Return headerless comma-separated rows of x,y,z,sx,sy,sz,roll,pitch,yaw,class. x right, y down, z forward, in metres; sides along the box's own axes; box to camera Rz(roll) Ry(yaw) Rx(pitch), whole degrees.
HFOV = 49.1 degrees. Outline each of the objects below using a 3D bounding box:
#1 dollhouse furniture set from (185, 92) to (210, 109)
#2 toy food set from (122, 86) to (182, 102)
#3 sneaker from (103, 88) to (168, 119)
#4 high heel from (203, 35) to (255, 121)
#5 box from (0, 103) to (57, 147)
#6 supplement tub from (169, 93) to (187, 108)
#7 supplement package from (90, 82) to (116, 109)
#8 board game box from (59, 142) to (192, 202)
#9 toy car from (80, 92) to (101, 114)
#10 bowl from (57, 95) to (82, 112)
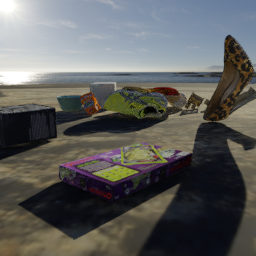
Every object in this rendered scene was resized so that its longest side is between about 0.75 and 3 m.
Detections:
3.395,-1.060,13.761,1.068,0.594,0.945,30,61,5,dollhouse furniture set
1.061,-1.544,13.039,2.812,0.684,2.783,0,5,3,toy food set
0.253,-0.909,11.007,2.593,0.978,0.991,0,39,10,sneaker
3.138,-1.495,9.427,2.024,2.839,1.014,-31,35,6,high heel
-2.858,-0.124,7.417,1.409,0.875,1.420,-10,15,-41,box
2.505,-1.459,14.386,0.767,0.767,1.061,-2,11,-8,supplement tub
-1.245,-1.741,14.570,1.233,1.237,2.109,0,11,0,supplement package
0.040,0.668,5.003,1.297,0.349,2.161,16,19,41,board game box
-0.921,-1.014,11.869,2.115,1.037,0.704,-7,43,-3,toy car
-2.657,-1.145,13.042,1.303,0.681,1.303,0,11,0,bowl
